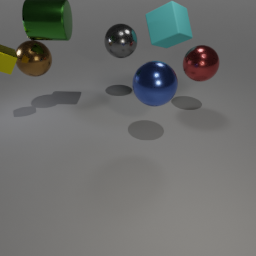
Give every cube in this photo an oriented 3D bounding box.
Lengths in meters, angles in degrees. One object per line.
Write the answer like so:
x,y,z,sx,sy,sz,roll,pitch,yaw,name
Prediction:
1.825,-4.501,12.400,1.400,1.400,1.400,-12,-1,37,cube
-4.333,-2.398,9.708,0.700,0.700,0.700,13,30,-38,cube

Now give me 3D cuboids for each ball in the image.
2.859,-2.527,10.994,1.400,1.400,1.400,0,29,0,ball
-0.298,-3.661,11.812,1.400,1.400,1.400,0,29,0,ball
0.832,-1.364,8.671,1.400,1.400,1.400,0,29,0,ball
-3.709,-2.727,11.023,1.400,1.400,1.400,0,29,0,ball

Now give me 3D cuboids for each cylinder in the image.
-2.823,-3.853,9.989,1.400,1.400,1.400,2,29,2,cylinder
